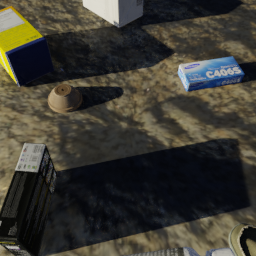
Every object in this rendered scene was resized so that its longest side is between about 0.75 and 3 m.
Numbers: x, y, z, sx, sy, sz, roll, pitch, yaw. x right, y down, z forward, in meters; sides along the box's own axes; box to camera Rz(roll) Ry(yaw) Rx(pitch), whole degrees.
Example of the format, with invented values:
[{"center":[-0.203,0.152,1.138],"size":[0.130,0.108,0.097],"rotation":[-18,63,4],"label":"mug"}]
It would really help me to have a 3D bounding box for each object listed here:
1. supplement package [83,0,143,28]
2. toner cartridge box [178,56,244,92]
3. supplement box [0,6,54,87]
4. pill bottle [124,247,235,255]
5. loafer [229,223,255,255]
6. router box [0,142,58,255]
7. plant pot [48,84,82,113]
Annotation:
[{"center":[-0.655,-5.357,11.257],"size":[1.388,1.405,2.318],"rotation":[-37,61,-24],"label":"supplement package"},{"center":[2.704,-1.785,9.192],"size":[1.903,0.411,0.904],"rotation":[-11,54,-8],"label":"toner cartridge box"},{"center":[-3.739,-2.759,9.348],"size":[1.327,1.335,2.437],"rotation":[-32,60,-23],"label":"supplement box"},{"center":[0.411,2.041,3.354],"size":[1.856,1.057,1.057],"rotation":[-11,53,6],"label":"pill bottle"},{"center":[3.238,2.836,5.390],"size":[2.695,0.939,1.013],"rotation":[38,62,25],"label":"loafer"},{"center":[-2.080,1.557,6.002],"size":[0.515,1.503,2.015],"rotation":[4,53,2],"label":"router box"},{"center":[-1.947,-1.005,8.569],"size":[1.052,0.485,1.052],"rotation":[1,53,-1],"label":"plant pot"}]
